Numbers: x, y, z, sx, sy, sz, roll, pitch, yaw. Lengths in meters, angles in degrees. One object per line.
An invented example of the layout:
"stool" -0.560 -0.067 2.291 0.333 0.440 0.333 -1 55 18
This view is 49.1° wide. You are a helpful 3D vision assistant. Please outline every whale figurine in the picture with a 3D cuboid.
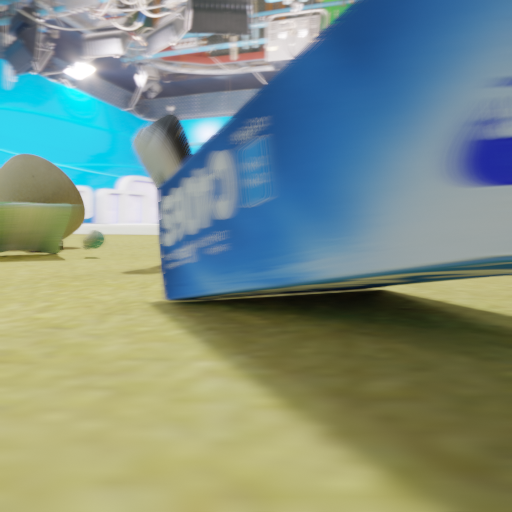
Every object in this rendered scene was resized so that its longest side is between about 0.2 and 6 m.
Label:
"whale figurine" -2.487 -0.210 8.587 0.236 0.362 0.455 40 -30 -6

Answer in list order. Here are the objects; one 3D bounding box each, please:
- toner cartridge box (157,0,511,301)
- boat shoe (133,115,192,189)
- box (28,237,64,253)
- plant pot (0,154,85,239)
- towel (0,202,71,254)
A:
"toner cartridge box" 0.986 -0.338 2.631 2.014 0.915 4.241 -3 -5 -22
"boat shoe" -0.914 -0.941 7.032 0.657 1.879 0.622 23 60 37
"box" -3.804 -0.343 10.046 0.524 0.529 0.638 -7 6 -31
"plant pot" -4.468 -0.845 10.830 1.870 1.870 1.255 2 38 23
"towel" -4.012 -0.366 8.338 2.202 0.258 1.680 -1 -21 -27
